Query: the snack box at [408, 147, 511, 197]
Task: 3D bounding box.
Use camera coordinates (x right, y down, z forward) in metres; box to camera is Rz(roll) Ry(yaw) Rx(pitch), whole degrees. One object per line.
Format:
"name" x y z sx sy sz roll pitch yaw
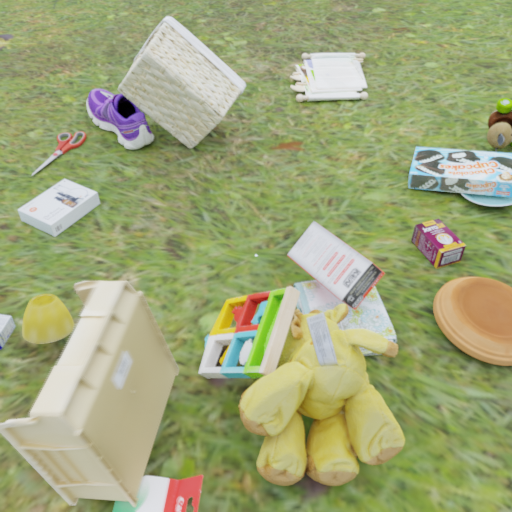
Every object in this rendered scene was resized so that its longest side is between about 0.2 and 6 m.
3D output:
"snack box" 4.513 -1.854 12.221 2.175 0.403 1.264 8 41 18

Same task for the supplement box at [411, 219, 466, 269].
"supplement box" 3.449 -0.240 10.632 0.569 0.449 0.869 -16 45 -16

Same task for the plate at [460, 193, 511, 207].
"plate" 5.045 -1.376 11.979 1.382 0.177 1.382 -6 37 4

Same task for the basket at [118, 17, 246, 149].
"basket" -1.744 -3.942 13.070 2.427 1.645 1.497 36 47 -20

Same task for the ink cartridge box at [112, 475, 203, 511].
"ink cartridge box" -1.243 3.100 6.753 1.136 0.285 0.914 -22 33 21

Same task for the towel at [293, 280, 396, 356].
"towel" 1.444 0.999 9.350 1.405 0.395 1.641 -4 43 -8

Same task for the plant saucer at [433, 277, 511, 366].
"plant saucer" 3.850 0.971 9.224 1.789 0.335 1.789 5 44 -5

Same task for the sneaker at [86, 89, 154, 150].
"sneaker" -3.354 -3.648 13.869 1.050 1.087 2.605 -30 50 -28

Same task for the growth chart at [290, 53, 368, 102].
"growth chart" 2.118 -5.234 16.190 2.256 0.276 3.118 3 43 4

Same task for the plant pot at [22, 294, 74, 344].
"plant pot" -3.298 0.931 8.781 0.781 0.554 0.781 -1 26 0

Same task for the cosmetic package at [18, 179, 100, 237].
"cosmetic package" -4.056 -1.019 11.572 0.980 0.336 1.300 21 46 25

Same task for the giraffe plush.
"giraffe plush" 0.764 1.608 7.749 2.104 2.438 1.977 -1 14 -5

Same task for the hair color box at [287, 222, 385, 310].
"hair color box" 1.289 0.136 9.334 0.792 0.478 1.561 -51 42 4

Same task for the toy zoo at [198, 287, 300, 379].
"toy zoo" -0.223 1.182 8.329 1.988 0.203 1.304 -16 47 53

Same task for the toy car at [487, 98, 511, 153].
"toy car" 5.834 -2.807 13.055 1.031 1.073 1.306 19 56 20

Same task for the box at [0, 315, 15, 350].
"box" -4.314 1.228 9.160 0.488 0.278 0.530 7 43 7

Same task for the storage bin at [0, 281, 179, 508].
"storage bin" -1.934 1.684 6.973 0.963 2.040 2.055 -2 43 16

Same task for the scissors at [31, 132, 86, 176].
"scissors" -4.622 -2.438 13.246 0.713 0.136 1.948 6 41 3
